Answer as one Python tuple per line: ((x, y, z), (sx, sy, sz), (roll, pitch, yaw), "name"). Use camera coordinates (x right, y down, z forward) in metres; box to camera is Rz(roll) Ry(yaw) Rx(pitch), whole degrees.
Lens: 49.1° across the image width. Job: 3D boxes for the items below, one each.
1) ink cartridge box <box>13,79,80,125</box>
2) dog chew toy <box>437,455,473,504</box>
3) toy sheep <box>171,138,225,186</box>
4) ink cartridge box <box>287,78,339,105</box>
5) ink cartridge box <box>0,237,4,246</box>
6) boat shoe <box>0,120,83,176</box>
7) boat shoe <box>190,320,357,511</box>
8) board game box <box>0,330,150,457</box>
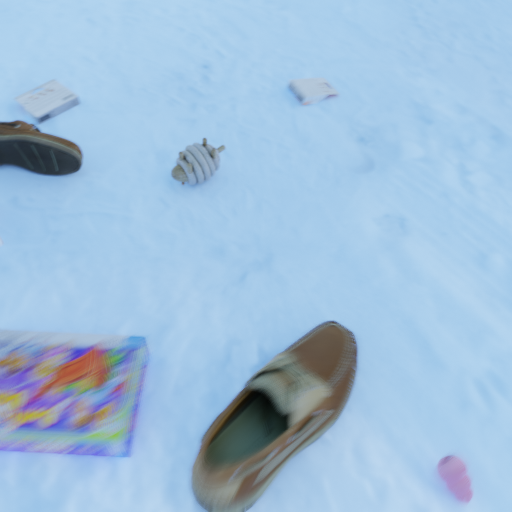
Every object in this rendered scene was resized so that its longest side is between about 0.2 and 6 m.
((-4.843, -3.577, 12.961), (0.986, 0.247, 1.136), (37, 60, 27), "ink cartridge box")
((2.689, 3.006, 7.502), (0.384, 0.384, 0.617), (-23, 84, -17), "dog chew toy")
((-1.138, -1.876, 11.190), (1.281, 0.884, 0.884), (-30, 57, -15), "toy sheep")
((1.355, -3.927, 13.315), (0.991, 0.248, 0.804), (-11, 50, -26), "ink cartridge box")
((-5.187, -0.464, 10.340), (0.666, 0.388, 0.920), (-29, 56, -21), "ink cartridge box")
((-4.790, -2.352, 11.475), (2.784, 1.002, 0.947), (9, 52, 7), "boat shoe")
((0.377, 2.054, 7.716), (1.233, 1.204, 3.260), (28, 54, 25), "boat shoe")
((-2.964, 1.986, 8.246), (2.482, 0.556, 1.669), (2, 51, 2), "board game box")
